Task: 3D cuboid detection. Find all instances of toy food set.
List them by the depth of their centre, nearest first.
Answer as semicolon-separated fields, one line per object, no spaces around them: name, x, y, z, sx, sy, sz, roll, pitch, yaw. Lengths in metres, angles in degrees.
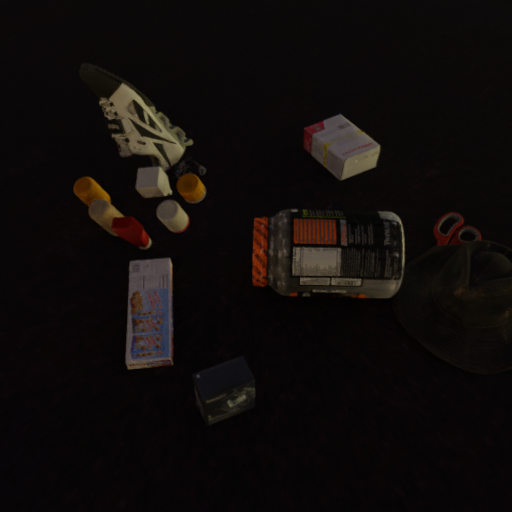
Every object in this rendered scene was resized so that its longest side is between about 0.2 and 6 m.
toy food set;-1.979;-0.799;9.974;2.367;1.065;1.130;-3;69;13

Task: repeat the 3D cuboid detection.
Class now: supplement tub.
supplement tub;1.124;-0.037;9.182;2.342;1.435;1.435;2;47;2

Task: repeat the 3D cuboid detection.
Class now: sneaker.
sneaker;-2.465;-2.551;10.823;1.145;2.586;0.958;-55;33;-6

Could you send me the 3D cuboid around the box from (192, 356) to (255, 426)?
box;-0.442;1.891;7.814;0.758;0.771;0.453;-18;49;-16

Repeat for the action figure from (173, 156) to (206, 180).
action figure;-1.391;-1.708;11.385;0.615;0.528;1.035;-43;12;1

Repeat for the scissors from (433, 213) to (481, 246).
scissors;3.250;-0.022;10.047;0.817;0.156;2.233;39;60;19

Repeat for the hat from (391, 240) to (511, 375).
hat;3.558;0.494;8.857;2.654;1.071;2.654;1;50;-2

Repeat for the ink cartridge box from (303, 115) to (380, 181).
ink cartridge box;1.794;-2.310;11.913;0.996;0.573;1.373;-24;51;-21

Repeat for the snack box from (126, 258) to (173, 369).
snack box;-1.707;0.875;9.025;0.696;0.235;1.936;-4;52;-4
